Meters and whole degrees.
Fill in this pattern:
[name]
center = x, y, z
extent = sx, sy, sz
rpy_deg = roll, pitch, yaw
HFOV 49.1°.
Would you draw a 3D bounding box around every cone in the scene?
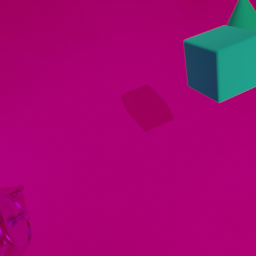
[cone]
center = 3.196, -3.282, 7.779
extent = 0.991, 0.995, 0.991
rpy_deg = -13, 42, 12

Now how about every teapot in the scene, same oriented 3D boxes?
[teapot]
center = -1.472, 1.123, 3.200
extent = 0.726, 0.921, 1.482
rpy_deg = -29, 22, -3

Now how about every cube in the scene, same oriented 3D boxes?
[cube]
center = 1.724, -1.203, 5.137
extent = 0.968, 0.968, 0.968
rpy_deg = -23, 34, -14
